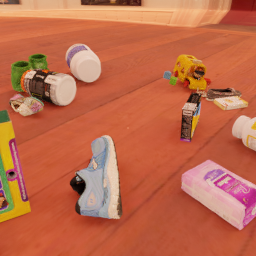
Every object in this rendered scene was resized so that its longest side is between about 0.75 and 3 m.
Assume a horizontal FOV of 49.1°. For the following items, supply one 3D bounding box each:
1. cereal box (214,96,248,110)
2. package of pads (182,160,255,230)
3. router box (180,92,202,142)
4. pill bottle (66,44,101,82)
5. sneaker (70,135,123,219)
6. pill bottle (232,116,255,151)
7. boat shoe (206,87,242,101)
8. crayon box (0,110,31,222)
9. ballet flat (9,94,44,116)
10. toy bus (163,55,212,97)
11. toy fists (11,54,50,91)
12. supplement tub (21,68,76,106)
[{"bbox_3d":[4.216,-1.034,11.507,1.099,0.217,0.791,-8,30,-14],"label":"cereal box"},{"bbox_3d":[2.181,1.465,6.531,1.027,0.645,1.704,-23,36,-31],"label":"package of pads"},{"bbox_3d":[2.120,-0.396,9.387,0.393,1.149,1.540,10,31,20],"label":"router box"},{"bbox_3d":[-2.241,-3.268,14.231,1.519,1.519,2.537,-9,30,-16],"label":"pill bottle"},{"bbox_3d":[-0.840,1.061,6.892,1.209,1.053,2.688,-6,29,-4],"label":"sneaker"},{"bbox_3d":[4.095,0.260,8.357,0.997,0.997,1.779,-20,35,-32],"label":"pill bottle"},{"bbox_3d":[4.200,-1.525,12.109,1.756,0.500,0.587,-9,30,-16],"label":"boat shoe"},{"bbox_3d":[-3.219,0.991,5.612,2.033,2.356,0.687,-14,32,-25],"label":"crayon box"},{"bbox_3d":[-4.011,-0.855,10.828,2.035,0.703,0.724,18,57,42],"label":"ballet flat"},{"bbox_3d":[3.039,-2.618,13.060,2.270,1.173,2.142,25,33,19],"label":"toy bus"},{"bbox_3d":[-4.508,-2.528,13.133,0.894,1.326,2.601,17,31,6],"label":"toy fists"},{"bbox_3d":[-3.342,-1.750,11.685,2.123,1.300,1.300,16,33,26],"label":"supplement tub"}]
